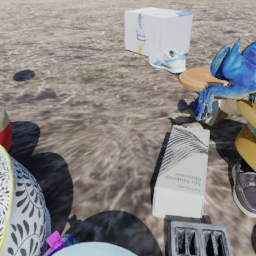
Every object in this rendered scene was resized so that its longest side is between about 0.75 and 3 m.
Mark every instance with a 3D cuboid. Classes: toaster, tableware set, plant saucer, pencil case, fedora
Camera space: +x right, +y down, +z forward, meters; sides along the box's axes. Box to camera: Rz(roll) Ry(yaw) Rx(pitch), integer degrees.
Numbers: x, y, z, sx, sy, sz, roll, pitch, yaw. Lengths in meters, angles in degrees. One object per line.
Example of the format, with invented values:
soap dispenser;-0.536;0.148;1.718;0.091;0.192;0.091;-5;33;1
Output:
toaster;1.079;1.976;4.349;0.931;0.611;1.029;3;31;6
tableware set;1.949;-0.270;8.521;1.033;0.143;1.237;30;37;31
plant saucer;3.121;-1.989;11.239;2.121;0.342;2.121;-1;31;0
pencil case;-0.306;2.182;3.719;1.959;0.905;0.834;17;35;28
fedora;3.160;0.451;5.966;2.615;1.067;2.615;26;28;-15
plant saucer;-0.355;2.461;2.879;2.379;0.458;2.379;-12;61;21

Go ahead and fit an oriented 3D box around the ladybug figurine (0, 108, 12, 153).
ladybug figurine;-3.336;0.434;5.967;2.011;1.066;2.963;-34;20;-9

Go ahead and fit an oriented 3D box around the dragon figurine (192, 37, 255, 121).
dragon figurine;2.077;-1.217;5.312;1.249;2.512;0.739;20;3;-5

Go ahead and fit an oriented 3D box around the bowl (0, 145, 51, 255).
bowl;-1.920;1.523;4.129;1.147;2.445;2.445;28;7;-44

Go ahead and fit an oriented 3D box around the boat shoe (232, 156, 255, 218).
boat shoe;2.517;1.131;5.837;0.582;0.524;1.618;6;31;11

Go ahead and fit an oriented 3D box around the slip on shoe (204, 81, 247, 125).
slip on shoe;3.056;-0.735;8.577;0.824;1.034;2.720;25;28;18

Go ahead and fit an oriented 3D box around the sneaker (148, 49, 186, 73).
sneaker;1.747;-3.114;12.550;0.844;0.891;2.207;-21;31;-30

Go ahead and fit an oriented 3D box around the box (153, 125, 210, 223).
box;1.211;0.872;6.013;0.950;0.791;2.313;8;32;13

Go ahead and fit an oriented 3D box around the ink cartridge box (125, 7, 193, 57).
ink cartridge box;1.488;-4.932;14.456;2.089;2.053;2.838;-24;38;-34
